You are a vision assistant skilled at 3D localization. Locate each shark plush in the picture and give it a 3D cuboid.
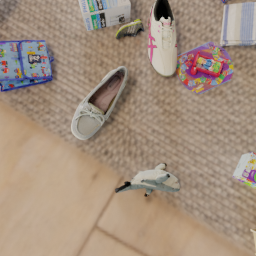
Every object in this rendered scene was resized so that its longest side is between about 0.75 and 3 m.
[{"bbox_3d":[0.529,1.597,7.652,1.743,0.792,0.726,-16,108,-8],"label":"shark plush"}]

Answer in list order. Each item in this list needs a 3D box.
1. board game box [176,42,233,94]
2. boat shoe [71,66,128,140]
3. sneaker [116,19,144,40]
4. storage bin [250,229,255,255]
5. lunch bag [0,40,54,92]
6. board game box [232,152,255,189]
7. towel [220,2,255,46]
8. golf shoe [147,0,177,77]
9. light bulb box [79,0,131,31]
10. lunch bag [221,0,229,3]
[{"bbox_3d":[2.377,-1.914,8.543,1.817,0.354,1.435,-25,78,-5],"label":"board game box"},{"bbox_3d":[-0.781,-0.747,7.982,0.884,0.770,2.400,38,76,-6],"label":"boat shoe"},{"bbox_3d":[0.068,-3.039,8.805,1.004,0.371,0.406,-31,82,-5],"label":"sneaker"},{"bbox_3d":[4.066,2.921,6.911,1.425,1.414,0.668,-3,81,-1],"label":"storage bin"},{"bbox_3d":[-3.095,-1.930,8.440,1.711,0.805,1.288,-11,77,-15],"label":"lunch bag"},{"bbox_3d":[3.748,1.333,7.596,1.430,0.736,0.750,27,79,6],"label":"board game box"},{"bbox_3d":[3.927,-3.200,8.629,2.024,0.241,1.487,4,77,18],"label":"towel"},{"bbox_3d":[1.005,-2.722,8.354,0.868,1.101,2.390,-6,78,-2],"label":"golf shoe"},{"bbox_3d":[-0.792,-4.024,8.728,1.481,0.924,1.468,-14,78,-3],"label":"light bulb box"},{"bbox_3d":[3.150,-4.679,9.199,0.700,0.437,0.929,-34,67,-6],"label":"lunch bag"}]
